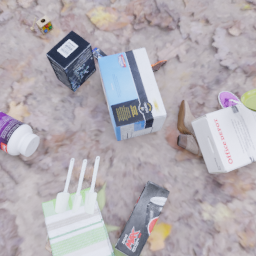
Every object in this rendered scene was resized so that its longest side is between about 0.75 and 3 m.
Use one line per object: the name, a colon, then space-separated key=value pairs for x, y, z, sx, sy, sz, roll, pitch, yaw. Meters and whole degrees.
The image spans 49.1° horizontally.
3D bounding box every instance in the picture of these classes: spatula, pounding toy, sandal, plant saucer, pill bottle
spatula: x=-1.316 y=1.499 z=7.532 sx=1.119 sy=0.129 sz=1.610 roll=-5 pitch=58 yaw=19
pounding toy: x=-4.017 y=-4.720 z=12.984 sx=0.980 sy=0.861 sz=0.448 roll=-42 pitch=77 yaw=-12
sandal: x=4.632 y=-0.782 z=11.900 sx=0.832 sy=0.502 sz=2.044 roll=-27 pitch=74 yaw=-8
plant saucer: x=4.401 y=-0.850 z=8.908 sx=1.516 sy=0.236 sz=1.516 roll=-10 pitch=32 yaw=6
pill bottle: x=-4.793 y=0.220 z=11.138 sx=2.370 sy=1.333 sz=1.333 roll=26 pitch=74 yaw=9

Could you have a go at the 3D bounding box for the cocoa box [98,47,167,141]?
cocoa box: x=0.094 y=-1.290 z=11.265 sx=1.962 sy=1.994 sz=2.991 roll=-14 pitch=73 yaw=-4

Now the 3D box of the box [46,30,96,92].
box: x=-2.301 y=-2.730 z=11.729 sx=1.080 sy=2.018 sz=1.498 roll=39 pitch=76 yaw=11

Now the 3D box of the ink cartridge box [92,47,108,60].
ink cartridge box: x=-1.335 y=-3.379 z=12.921 sx=0.896 sy=0.176 sz=0.446 roll=41 pitch=77 yaw=13

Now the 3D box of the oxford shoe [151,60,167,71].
oxford shoe: x=1.351 y=-2.794 z=12.693 sx=0.980 sy=0.349 sz=0.355 roll=-25 pitch=97 yaw=-6

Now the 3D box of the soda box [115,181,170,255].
soda box: x=0.547 y=3.373 z=10.374 sx=0.954 sy=0.854 sz=2.696 roll=27 pitch=75 yaw=8

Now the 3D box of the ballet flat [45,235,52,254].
ballet flat: x=-2.671 y=3.782 z=10.434 sx=0.553 sy=0.560 sz=1.646 roll=9 pitch=69 yaw=27

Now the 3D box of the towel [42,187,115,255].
towel: x=-1.795 y=3.734 z=10.106 sx=2.059 sy=0.424 sz=2.760 roll=-13 pitch=75 yaw=-24

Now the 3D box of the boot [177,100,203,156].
boot: x=2.926 y=0.036 z=11.572 sx=1.676 sy=0.805 sz=2.293 roll=9 pitch=73 yaw=-4

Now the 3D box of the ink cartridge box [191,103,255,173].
ink cartridge box: x=4.240 y=0.242 z=10.716 sx=2.985 sy=1.254 sz=2.171 roll=-16 pitch=84 yaw=-17
